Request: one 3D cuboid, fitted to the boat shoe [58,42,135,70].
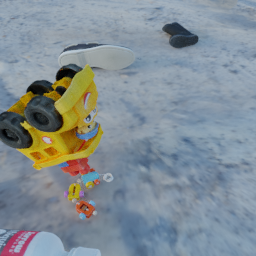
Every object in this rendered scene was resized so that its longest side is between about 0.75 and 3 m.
[{"bbox_3d":[-1.162,-2.738,10.531,2.831,1.046,0.854,-6,45,6],"label":"boat shoe"}]

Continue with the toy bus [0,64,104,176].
[{"bbox_3d":[-1.290,0.058,5.756,2.225,2.136,1.510,-19,29,34],"label":"toy bus"}]

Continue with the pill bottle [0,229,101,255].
[{"bbox_3d":[-1.840,2.298,4.117,2.762,1.529,1.529,2,40,3],"label":"pill bottle"}]

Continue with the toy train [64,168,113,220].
[{"bbox_3d":[-0.848,1.435,6.096,0.891,0.330,1.186,19,47,19],"label":"toy train"}]

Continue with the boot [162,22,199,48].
[{"bbox_3d":[2.069,-4.240,12.563,1.475,0.587,1.789,-9,44,-26],"label":"boot"}]
